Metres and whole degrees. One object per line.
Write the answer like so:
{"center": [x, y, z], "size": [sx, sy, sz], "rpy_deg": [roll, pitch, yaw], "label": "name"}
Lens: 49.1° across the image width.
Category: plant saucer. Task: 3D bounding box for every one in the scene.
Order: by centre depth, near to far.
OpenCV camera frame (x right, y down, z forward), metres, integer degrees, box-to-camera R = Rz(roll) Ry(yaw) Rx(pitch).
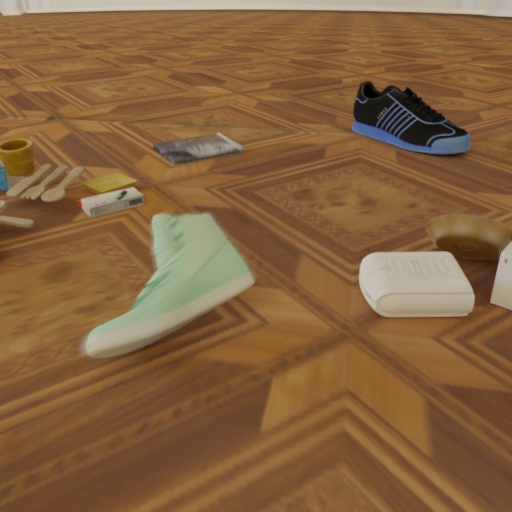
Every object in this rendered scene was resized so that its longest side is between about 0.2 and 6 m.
{"center": [3.211, -0.222, 8.439], "size": [1.324, 1.324, 0.234], "rpy_deg": [11, 72, 19], "label": "plant saucer"}
{"center": [-2.920, -1.391, 11.181], "size": [0.833, 0.202, 0.833], "rpy_deg": [-26, 35, -38], "label": "plant saucer"}

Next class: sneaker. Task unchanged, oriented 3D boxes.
{"center": [-1.252, 0.269, 6.891], "size": [2.301, 1.357, 0.847], "rpy_deg": [-27, -6, -35], "label": "sneaker"}
{"center": [3.719, -3.408, 13.678], "size": [1.155, 1.283, 3.293], "rpy_deg": [-25, 38, -38], "label": "sneaker"}

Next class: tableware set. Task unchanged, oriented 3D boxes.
{"center": [-5.252, -0.945, 9.485], "size": [3.097, 0.706, 4.598], "rpy_deg": [7, 36, 11], "label": "tableware set"}

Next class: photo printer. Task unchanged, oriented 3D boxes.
{"center": [2.151, 0.381, 7.790], "size": [1.394, 0.484, 1.160], "rpy_deg": [-1, 31, -1], "label": "photo printer"}

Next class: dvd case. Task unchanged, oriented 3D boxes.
{"center": [-1.367, -2.582, 13.384], "size": [1.843, 0.147, 1.370], "rpy_deg": [-14, 32, -24], "label": "dvd case"}

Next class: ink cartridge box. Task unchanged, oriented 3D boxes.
{"center": [-2.809, -1.099, 10.682], "size": [1.063, 0.232, 0.923], "rpy_deg": [-19, 36, -29], "label": "ink cartridge box"}
{"center": [-5.534, -1.674, 11.519], "size": [1.197, 0.399, 0.693], "rpy_deg": [3, 30, 5], "label": "ink cartridge box"}

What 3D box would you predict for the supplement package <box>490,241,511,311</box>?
{"center": [3.975, 0.169, 7.803], "size": [0.849, 0.838, 1.400], "rpy_deg": [22, 36, 34], "label": "supplement package"}
